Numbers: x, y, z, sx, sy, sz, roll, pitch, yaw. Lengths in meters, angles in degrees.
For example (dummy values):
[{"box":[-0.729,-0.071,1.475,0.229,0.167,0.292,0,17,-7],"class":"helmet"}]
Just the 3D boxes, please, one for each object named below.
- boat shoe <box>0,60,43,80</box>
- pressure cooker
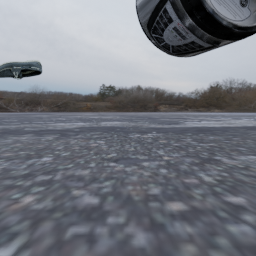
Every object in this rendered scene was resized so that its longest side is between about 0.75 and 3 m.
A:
[{"box":[-3.727,-1.929,9.543,1.616,0.499,0.588,-16,-24,-21],"class":"boat shoe"},{"box":[1.559,-2.684,5.286,2.311,2.347,2.627,-13,7,-22],"class":"pressure cooker"}]
